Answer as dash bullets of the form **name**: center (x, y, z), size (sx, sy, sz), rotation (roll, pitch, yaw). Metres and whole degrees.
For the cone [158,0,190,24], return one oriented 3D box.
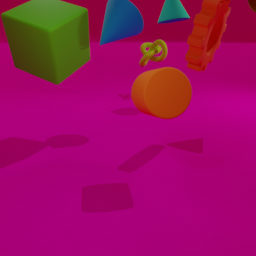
- **cone**: center (1.530, -4.323, 9.741), size (1.130, 1.134, 1.130), rotation (-7, 14, 2)

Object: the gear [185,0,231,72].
- **gear**: center (1.756, -2.063, 6.109), size (0.302, 1.633, 1.633), rotation (25, 28, 23)

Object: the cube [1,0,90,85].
- **cube**: center (-1.786, -2.028, 6.406), size (1.315, 1.315, 1.315), rotation (24, 48, 18)

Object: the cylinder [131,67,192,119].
- **cylinder**: center (0.533, -0.580, 4.683), size (0.803, 0.803, 0.803), rotation (-4, 8, -13)

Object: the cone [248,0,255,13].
- **cone**: center (3.563, -3.143, 6.784), size (0.986, 0.986, 0.990), rotation (15, 14, 37)

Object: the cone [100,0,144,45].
- **cone**: center (-0.372, -2.386, 6.857), size (1.107, 1.107, 1.111), rotation (16, 62, 39)

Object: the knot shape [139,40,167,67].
- **knot shape**: center (1.149, -3.368, 12.428), size (1.362, 0.672, 1.455), rotation (-3, 54, 41)
